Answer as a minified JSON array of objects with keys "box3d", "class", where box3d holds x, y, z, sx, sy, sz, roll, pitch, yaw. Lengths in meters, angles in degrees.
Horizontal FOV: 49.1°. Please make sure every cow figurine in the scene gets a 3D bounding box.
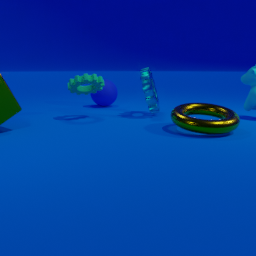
[{"box3d":[4.368,-1.213,9.072,0.860,1.541,1.566,-8,32,-37],"class":"cow figurine"}]

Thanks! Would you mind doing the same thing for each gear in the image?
[{"box3d":[0.782,-1.293,9.753,0.291,1.573,1.573,-13,10,13],"class":"gear"},{"box3d":[-1.370,-1.410,9.159,1.164,0.215,1.164,-9,-15,-3],"class":"gear"}]

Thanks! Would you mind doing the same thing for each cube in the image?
[{"box3d":[-3.728,-0.731,7.175,1.174,1.174,1.174,22,54,38],"class":"cube"}]

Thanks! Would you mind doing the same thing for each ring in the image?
[{"box3d":[2.063,-0.292,7.567,1.818,0.364,1.818,1,22,0],"class":"ring"}]

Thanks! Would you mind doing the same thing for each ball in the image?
[{"box3d":[-1.017,-1.501,11.928,1.156,1.156,1.156,0,13,0],"class":"ball"}]
